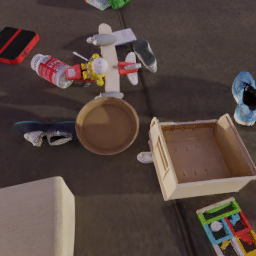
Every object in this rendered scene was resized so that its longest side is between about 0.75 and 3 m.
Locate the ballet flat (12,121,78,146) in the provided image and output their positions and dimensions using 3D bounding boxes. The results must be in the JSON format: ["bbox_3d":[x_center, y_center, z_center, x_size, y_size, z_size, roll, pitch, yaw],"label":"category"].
[{"bbox_3d":[-2.970,0.221,10.177,2.520,0.921,0.921,-1,55,-3],"label":"ballet flat"}]

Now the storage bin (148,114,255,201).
[{"bbox_3d":[2.289,0.817,9.236,2.709,1.269,2.689,-4,55,-14],"label":"storage bin"}]

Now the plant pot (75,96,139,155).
[{"bbox_3d":[-0.733,-0.075,10.088,2.264,0.311,2.264,0,67,0],"label":"plant pot"}]

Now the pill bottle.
[{"bbox_3d":[-3.232,-2.475,11.949,1.758,0.987,0.987,29,60,19],"label":"pill bottle"}]

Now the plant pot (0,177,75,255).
[{"bbox_3d":[-2.712,3.021,7.305,2.701,2.704,2.394,-12,67,-8],"label":"plant pot"}]

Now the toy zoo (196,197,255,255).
[{"bbox_3d":[3.124,3.237,8.446,1.332,0.208,2.031,-17,57,-12],"label":"toy zoo"}]

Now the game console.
[{"bbox_3d":[-5.597,-3.984,13.443,2.009,0.353,2.271,13,56,14],"label":"game console"}]

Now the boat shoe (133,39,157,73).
[{"bbox_3d":[0.808,-3.350,12.853,0.741,0.645,2.012,-28,52,4],"label":"boat shoe"}]

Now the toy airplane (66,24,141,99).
[{"bbox_3d":[-0.806,-2.292,10.972,2.694,1.901,2.682,40,95,2],"label":"toy airplane"}]

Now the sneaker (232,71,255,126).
[{"bbox_3d":[4.808,-1.366,11.075,0.997,1.144,2.544,6,55,4],"label":"sneaker"}]

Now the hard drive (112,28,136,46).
[{"bbox_3d":[-0.542,-4.319,13.531,1.656,0.210,1.093,-16,47,-6],"label":"hard drive"}]

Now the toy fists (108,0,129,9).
[{"bbox_3d":[-0.422,-7.068,15.303,0.811,0.547,1.591,44,60,-9],"label":"toy fists"}]

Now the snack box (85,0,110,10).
[{"bbox_3d":[-1.542,-7.204,15.563,1.352,0.458,1.140,34,61,20],"label":"snack box"}]

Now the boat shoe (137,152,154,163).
[{"bbox_3d":[0.935,0.998,9.874,1.206,0.421,0.428,6,55,4],"label":"boat shoe"}]

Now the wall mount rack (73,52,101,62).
[{"bbox_3d":[-1.693,-2.838,12.428,1.439,0.617,1.656,-3,54,-2],"label":"wall mount rack"}]
